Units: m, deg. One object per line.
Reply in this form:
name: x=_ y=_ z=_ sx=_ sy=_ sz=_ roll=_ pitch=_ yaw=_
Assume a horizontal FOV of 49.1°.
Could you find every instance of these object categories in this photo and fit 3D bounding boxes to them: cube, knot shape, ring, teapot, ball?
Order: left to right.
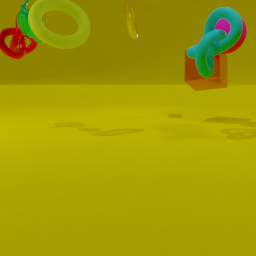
knot shape: x=-3.393 y=-2.876 z=8.723 sx=0.663 sy=1.342 sz=1.434 roll=17 pitch=19 yaw=9
teapot: x=-2.700 y=-2.992 z=7.836 sx=0.774 sy=1.244 sz=0.609 roll=2 pitch=30 yaw=42
ring: x=-1.788 y=-2.796 z=7.421 sx=1.617 sy=1.617 sz=0.323 roll=-5 pitch=-21 yaw=-25
ring: x=0.116 y=-4.214 z=10.948 sx=0.288 sy=1.441 sz=1.441 roll=-10 pitch=8 yaw=9
cube: x=2.847 y=-2.146 z=10.165 sx=1.235 sy=1.235 sz=1.235 roll=-3 pitch=-10 yaw=32
knot shape: x=2.107 y=-2.057 z=7.175 sx=0.794 sy=1.607 sz=1.718 roll=27 pitch=-23 yaw=-5
ball: x=3.065 y=-2.969 z=8.814 sx=1.239 sy=1.239 sz=1.239 roll=0 pitch=10 yaw=0
